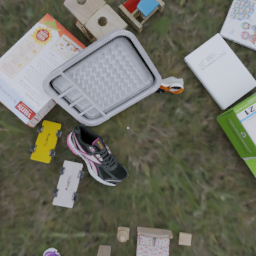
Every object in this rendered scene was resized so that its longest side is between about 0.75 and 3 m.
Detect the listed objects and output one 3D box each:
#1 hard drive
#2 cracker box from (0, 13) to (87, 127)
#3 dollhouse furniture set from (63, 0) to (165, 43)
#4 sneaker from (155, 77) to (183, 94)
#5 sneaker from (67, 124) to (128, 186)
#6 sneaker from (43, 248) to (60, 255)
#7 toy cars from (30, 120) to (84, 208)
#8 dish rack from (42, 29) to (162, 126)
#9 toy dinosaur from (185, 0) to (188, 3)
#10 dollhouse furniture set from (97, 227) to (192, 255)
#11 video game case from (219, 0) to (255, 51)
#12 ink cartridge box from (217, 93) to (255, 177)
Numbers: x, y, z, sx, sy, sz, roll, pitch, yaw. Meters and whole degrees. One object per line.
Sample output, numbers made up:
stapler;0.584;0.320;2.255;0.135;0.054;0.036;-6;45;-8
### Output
hard drive;2.863;-1.740;8.670;1.314;0.266;1.992;-36;86;-1
cracker box;-2.595;-1.674;8.270;1.879;0.809;2.806;42;81;2
dollhouse furniture set;-0.309;-3.494;8.042;2.338;1.648;1.638;-44;90;1
sneaker;1.190;-1.374;8.681;1.090;0.413;0.502;9;56;12
sneaker;-0.879;0.745;8.051;2.184;0.943;0.877;38;53;6
sneaker;-2.050;4.281;8.361;0.562;0.618;1.398;-44;90;-2
toy cars;-2.082;1.064;8.252;1.216;0.601;2.713;-25;74;-22
dish rack;-0.667;-1.352;7.765;2.753;2.363;0.599;-29;47;15
toy dinosaur;1.605;-3.660;7.510;0.532;1.040;0.400;5;104;-3
dollhouse furniture set;0.449;4.228;7.999;2.747;1.341;2.343;5;89;0
video game case;3.806;-3.355;8.786;1.414;0.184;1.554;23;89;1
ink cartridge box;4.376;0.324;7.953;2.212;1.133;2.992;-31;84;-11
